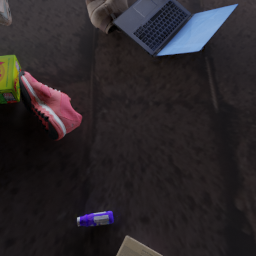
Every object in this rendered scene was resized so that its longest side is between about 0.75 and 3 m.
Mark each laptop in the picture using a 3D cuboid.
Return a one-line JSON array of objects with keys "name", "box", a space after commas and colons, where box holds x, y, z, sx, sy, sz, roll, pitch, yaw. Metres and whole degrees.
[{"name": "laptop", "box": [1.518, -3.724, 9.148, 2.819, 1.634, 2.639, 41, 65, 0]}]

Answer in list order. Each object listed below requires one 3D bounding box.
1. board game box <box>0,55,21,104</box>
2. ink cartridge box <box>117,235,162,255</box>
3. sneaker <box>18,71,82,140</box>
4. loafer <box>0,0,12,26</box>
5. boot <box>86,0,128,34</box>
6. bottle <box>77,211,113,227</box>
[{"name": "board game box", "box": [-4.695, -1.349, 8.395, 2.696, 0.642, 1.370, -7, 60, -4]}, {"name": "ink cartridge box", "box": [0.233, 2.999, 5.975, 1.092, 0.410, 0.900, 25, 62, 14]}, {"name": "sneaker", "box": [-2.260, -0.738, 8.056, 1.087, 0.924, 2.507, -27, 65, -32]}, {"name": "loafer", "box": [-1.691, -1.664, 3.588, 0.334, 0.292, 0.928, -33, 59, 27]}, {"name": "boot", "box": [-0.297, -4.302, 10.125, 2.441, 0.857, 1.785, -30, 70, -15]}, {"name": "bottle", "box": [-0.758, 2.132, 6.525, 0.827, 0.346, 0.270, -6, 60, -5]}]
